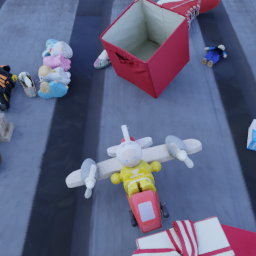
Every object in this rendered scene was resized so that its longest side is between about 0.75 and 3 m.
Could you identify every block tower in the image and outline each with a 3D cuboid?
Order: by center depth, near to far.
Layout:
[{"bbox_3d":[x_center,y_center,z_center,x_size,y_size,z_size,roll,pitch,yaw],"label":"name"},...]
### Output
[{"bbox_3d":[-4.753,0.004,8.368,2.381,0.688,0.643,0,51,-2],"label":"block tower"}]

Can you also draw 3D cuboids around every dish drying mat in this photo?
[{"bbox_3d":[2.702,2.712,6.451,1.853,0.169,0.712,12,52,9],"label":"dish drying mat"}]

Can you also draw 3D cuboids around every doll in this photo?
[{"bbox_3d":[3.407,-2.919,11.033,0.914,0.325,1.340,33,58,24],"label":"doll"}]

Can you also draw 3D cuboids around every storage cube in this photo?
[{"bbox_3d":[0.647,-2.608,9.322,1.975,2.076,2.310,35,78,26],"label":"storage cube"}]

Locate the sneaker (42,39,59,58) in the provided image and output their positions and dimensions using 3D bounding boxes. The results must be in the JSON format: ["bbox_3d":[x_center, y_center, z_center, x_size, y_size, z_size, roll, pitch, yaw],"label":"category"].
[{"bbox_3d":[-3.105,-3.135,11.134,0.775,0.472,1.187,29,47,20],"label":"sneaker"}]

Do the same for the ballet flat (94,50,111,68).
[{"bbox_3d":[-0.654,-2.792,10.787,1.513,0.538,0.523,-24,51,-19],"label":"ballet flat"}]

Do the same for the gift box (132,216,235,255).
[{"bbox_3d":[1.030,2.898,5.130,1.977,1.846,1.824,-17,52,-9],"label":"gift box"}]

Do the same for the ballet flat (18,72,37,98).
[{"bbox_3d":[-3.569,-1.679,9.892,0.494,0.488,1.452,-26,55,-20],"label":"ballet flat"}]

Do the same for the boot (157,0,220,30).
[{"bbox_3d":[2.845,-4.974,12.318,2.964,1.073,2.138,-14,51,-1],"label":"boot"}]

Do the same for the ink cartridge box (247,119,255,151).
[{"bbox_3d":[4.185,0.318,8.223,1.155,0.487,0.843,16,52,13],"label":"ink cartridge box"}]

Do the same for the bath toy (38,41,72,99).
[{"bbox_3d":[-2.641,-2.154,10.092,0.905,1.065,2.449,-32,43,33],"label":"bath toy"}]

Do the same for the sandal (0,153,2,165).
[{"bbox_3d":[-4.929,0.737,7.785,2.829,0.772,1.156,13,57,-8],"label":"sandal"}]

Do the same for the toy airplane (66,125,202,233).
[{"bbox_3d":[0.150,0.846,6.867,2.626,1.861,2.638,22,59,29],"label":"toy airplane"}]

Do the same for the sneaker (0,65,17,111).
[{"bbox_3d":[-4.226,-1.496,9.555,0.982,0.763,2.183,-25,52,-16],"label":"sneaker"}]
